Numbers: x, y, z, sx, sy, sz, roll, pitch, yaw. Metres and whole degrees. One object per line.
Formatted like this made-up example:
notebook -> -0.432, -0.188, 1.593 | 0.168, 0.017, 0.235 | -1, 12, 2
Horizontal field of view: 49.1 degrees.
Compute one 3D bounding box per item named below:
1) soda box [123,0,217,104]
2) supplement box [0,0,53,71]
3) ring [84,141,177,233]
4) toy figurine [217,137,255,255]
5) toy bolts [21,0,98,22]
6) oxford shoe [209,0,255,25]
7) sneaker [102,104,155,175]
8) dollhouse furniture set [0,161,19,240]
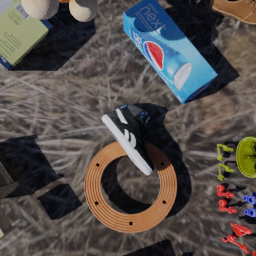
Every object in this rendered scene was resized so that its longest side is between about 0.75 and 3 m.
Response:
soda box -> 1.047, -2.063, 7.476 | 0.944, 0.893, 2.783 | -36, 81, -6
supplement box -> -3.121, -2.602, 7.171 | 1.606, 1.079, 1.608 | -47, 112, -8
ring -> 0.063, 1.395, 7.000 | 2.301, 0.221, 2.301 | 0, 67, 1
toy figurine -> 3.300, 1.594, 6.945 | 1.601, 1.410, 2.673 | 2, 81, -29
toy bolts -> -1.005, -2.778, 4.786 | 2.255, 2.154, 1.564 | -32, 107, -46
oxford shoe -> 3.367, -3.424, 7.823 | 2.042, 0.728, 0.728 | 11, 78, 0
sneaker -> 0.292, 0.129, 7.015 | 1.092, 0.713, 1.952 | -35, 68, -10
dollhouse furniture set -> -3.754, 1.848, 6.867 | 2.011, 1.264, 2.274 | -38, 82, 18
